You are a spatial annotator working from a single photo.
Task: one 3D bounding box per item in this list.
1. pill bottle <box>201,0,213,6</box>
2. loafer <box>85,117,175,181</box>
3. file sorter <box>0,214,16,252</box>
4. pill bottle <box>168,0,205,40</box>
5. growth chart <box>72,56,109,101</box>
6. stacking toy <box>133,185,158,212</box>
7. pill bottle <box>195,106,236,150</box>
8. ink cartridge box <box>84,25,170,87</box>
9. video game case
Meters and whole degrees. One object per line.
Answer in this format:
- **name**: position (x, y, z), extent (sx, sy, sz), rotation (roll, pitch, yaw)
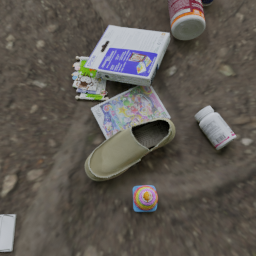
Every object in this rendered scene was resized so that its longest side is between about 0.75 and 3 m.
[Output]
- **pill bottle**: position (2.756, -4.915, 9.632), extent (0.707, 1.274, 0.707), rotation (0, 69, 0)
- **loafer**: position (0.052, 0.446, 7.589), extent (2.803, 0.957, 1.060), rotation (-32, 74, -9)
- **file sorter**: position (-3.659, 2.652, 7.049), extent (1.309, 0.815, 0.908), rotation (-1, 70, -1)
- **pill bottle**: position (1.922, -4.059, 9.398), extent (1.105, 1.105, 1.935), rotation (-3, 70, -1)
- **growth chart**: position (-1.213, -1.601, 9.004), extent (1.212, 0.149, 1.675), rotation (-2, 69, 0)
- **stacking toy**: position (0.470, 1.762, 7.155), extent (0.668, 1.218, 0.707), rotation (-2, 72, -1)
- **pill bottle**: position (2.503, -0.019, 8.122), extent (0.667, 0.667, 1.177), rotation (-29, 73, -10)
- **ink cartridge box**: position (0.012, -2.341, 8.848), extent (2.149, 0.466, 2.129), rotation (14, 59, 16)
- **video game case**: position (0.074, -0.427, 8.470), extent (1.993, 0.180, 1.427), rotation (-27, 74, -7)
